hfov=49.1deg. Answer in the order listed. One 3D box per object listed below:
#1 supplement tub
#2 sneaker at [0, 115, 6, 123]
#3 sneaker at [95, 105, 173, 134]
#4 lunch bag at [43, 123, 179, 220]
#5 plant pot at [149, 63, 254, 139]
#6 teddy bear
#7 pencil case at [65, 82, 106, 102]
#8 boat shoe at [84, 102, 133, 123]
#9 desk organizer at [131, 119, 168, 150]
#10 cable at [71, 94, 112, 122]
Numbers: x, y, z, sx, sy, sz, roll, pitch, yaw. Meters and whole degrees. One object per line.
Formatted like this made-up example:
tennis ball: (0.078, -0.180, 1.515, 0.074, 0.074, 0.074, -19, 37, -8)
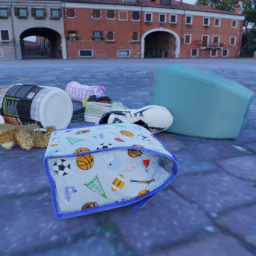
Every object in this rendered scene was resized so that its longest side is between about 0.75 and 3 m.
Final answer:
supplement tub: (-3.376, -0.710, 9.795, 2.598, 1.592, 1.592, 10, 19, 30)
sneaker: (-5.194, -0.233, 9.442, 2.317, 0.908, 1.338, 14, 20, 43)
sneaker: (0.062, -0.144, 8.942, 2.471, 0.986, 1.608, 8, 19, 26)
lunch bag: (-0.337, 0.662, 5.486, 2.244, 1.390, 1.908, -11, 17, -9)
plant pot: (2.524, -0.849, 9.604, 2.983, 2.107, 2.109, 18, 23, 26)
teddy bear: (-2.864, 0.301, 8.243, 2.068, 0.691, 1.500, -4, 22, -41)
pencil case: (-2.265, -1.874, 14.649, 2.476, 1.059, 1.039, 16, -19, 43)
boat shoe: (-0.489, -0.599, 10.846, 2.515, 0.780, 0.905, 2, 16, 5)
desk organizer: (0.478, 0.332, 7.601, 0.592, 0.635, 1.650, -25, 22, -9)
cable: (-1.591, -0.781, 12.305, 1.442, 0.747, 2.970, 8, 29, 7)
